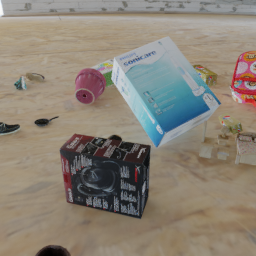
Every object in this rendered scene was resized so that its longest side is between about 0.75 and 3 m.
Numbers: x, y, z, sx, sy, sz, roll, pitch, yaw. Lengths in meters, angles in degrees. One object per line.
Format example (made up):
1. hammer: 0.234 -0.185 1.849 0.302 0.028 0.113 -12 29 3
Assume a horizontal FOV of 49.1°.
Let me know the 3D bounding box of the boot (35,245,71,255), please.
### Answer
1. boot: -0.874 2.719 2.154 1.000 2.299 2.764 1 28 3

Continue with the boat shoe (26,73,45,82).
1. boat shoe: -4.694 -2.585 14.168 1.081 0.389 0.350 14 24 23

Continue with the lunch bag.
1. lunch bag: 5.723 -1.801 11.191 2.975 1.219 2.621 9 63 28

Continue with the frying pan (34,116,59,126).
1. frying pan: -2.955 -0.261 10.043 0.528 0.142 0.872 16 30 26

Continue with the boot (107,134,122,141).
1. boot: -0.673 0.514 7.162 0.514 1.326 0.917 28 21 -25

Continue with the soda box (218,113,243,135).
1. soda box: 3.220 -0.152 8.836 0.329 0.311 0.970 -23 21 3

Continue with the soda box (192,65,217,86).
1. soda box: 3.725 -2.654 14.044 0.615 0.581 1.816 -8 30 -13

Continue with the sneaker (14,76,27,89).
1. sneaker: -5.137 -2.135 13.266 0.529 0.450 1.161 -14 29 -16

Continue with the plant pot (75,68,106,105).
1. plant pot: -1.643 -1.625 11.572 1.299 1.299 1.163 5 45 9

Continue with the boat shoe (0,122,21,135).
1. boat shoe: -4.186 -0.003 9.310 1.146 0.387 0.411 -8 28 -17

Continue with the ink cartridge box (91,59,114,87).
1. ink cartridge box: -0.878 -2.679 13.447 2.431 0.721 1.262 -28 37 -22

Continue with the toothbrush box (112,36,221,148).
1. toothbrush box: 1.074 -1.178 8.729 2.090 1.217 2.854 -27 73 -19

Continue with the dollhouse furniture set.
1. dollhouse furniture set: 3.478 0.259 7.845 2.692 1.192 1.395 9 25 16

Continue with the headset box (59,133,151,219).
1. headset box: -0.565 1.026 6.201 2.002 1.490 0.773 8 29 16
